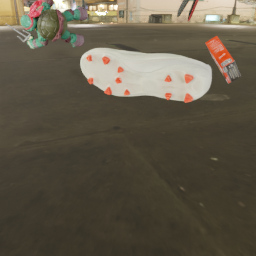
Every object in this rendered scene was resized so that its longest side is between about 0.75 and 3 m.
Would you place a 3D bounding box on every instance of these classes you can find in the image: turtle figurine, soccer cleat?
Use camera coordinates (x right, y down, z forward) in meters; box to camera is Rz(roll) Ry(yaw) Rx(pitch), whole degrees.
[{"bbox_3d":[-2.356,-3.085,8.204,1.318,1.960,2.617,44,32,23],"label":"turtle figurine"},{"bbox_3d":[0.233,-0.816,4.166,1.996,0.692,0.774,15,35,23],"label":"soccer cleat"}]

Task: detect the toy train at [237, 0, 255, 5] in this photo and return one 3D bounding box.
[{"bbox_3d":[3.242,-3.293,6.240,2.306,1.334,0.976,12,-20,-9],"label":"toy train"}]

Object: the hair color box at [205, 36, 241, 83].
[{"bbox_3d":[1.827,-1.331,5.414,0.275,0.456,0.898,-29,43,18],"label":"hair color box"}]

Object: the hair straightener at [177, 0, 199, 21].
[{"bbox_3d":[1.857,-4.203,8.473,0.844,2.192,0.449,15,69,-3],"label":"hair straightener"}]
